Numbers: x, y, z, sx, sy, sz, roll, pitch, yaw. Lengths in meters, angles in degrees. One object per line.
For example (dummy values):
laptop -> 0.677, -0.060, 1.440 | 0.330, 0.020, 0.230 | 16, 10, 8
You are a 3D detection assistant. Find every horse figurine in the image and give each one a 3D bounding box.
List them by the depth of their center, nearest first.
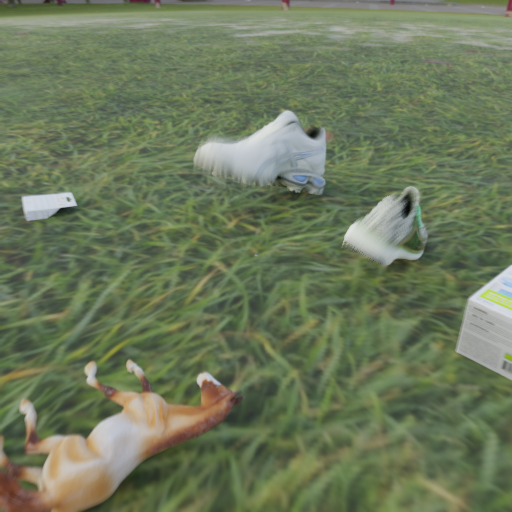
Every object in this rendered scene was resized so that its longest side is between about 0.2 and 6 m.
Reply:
horse figurine -> -1.581, 1.781, 5.572 | 1.682, 0.633, 2.537 | 26, 38, 38

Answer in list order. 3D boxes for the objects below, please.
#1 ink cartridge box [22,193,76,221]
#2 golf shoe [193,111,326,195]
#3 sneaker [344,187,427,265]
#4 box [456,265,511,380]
ink cartridge box -> -4.057, -0.977, 10.990 | 0.932, 0.266, 0.758 | -5, 29, -25
golf shoe -> 0.167, -2.067, 10.703 | 3.113, 1.513, 1.219 | -1, 17, -45
sneaker -> 2.345, -0.552, 8.851 | 0.938, 1.081, 2.439 | 40, 26, 19
box -> 3.441, 0.761, 7.181 | 1.649, 0.836, 0.928 | -25, 39, -37
